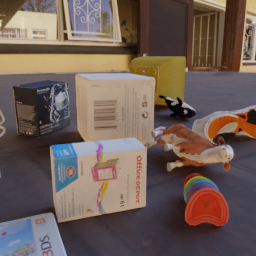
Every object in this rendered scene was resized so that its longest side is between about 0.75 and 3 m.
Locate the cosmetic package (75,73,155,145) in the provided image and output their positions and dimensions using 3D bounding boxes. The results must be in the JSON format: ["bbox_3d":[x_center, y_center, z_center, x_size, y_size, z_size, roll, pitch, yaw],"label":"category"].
[{"bbox_3d":[-0.499,-0.664,8.749,1.971,1.983,2.370,-5,15,-17],"label":"cosmetic package"}]

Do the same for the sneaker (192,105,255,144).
[{"bbox_3d":[3.340,-0.211,9.001,2.850,1.079,1.311,-5,11,-25],"label":"sneaker"}]

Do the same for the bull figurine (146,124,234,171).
[{"bbox_3d":[1.425,0.461,6.852,1.423,0.763,2.343,-5,15,-17],"label":"bull figurine"}]

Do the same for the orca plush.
[{"bbox_3d":[1.954,-0.828,11.883,0.697,1.032,1.962,-42,55,-9],"label":"orca plush"}]

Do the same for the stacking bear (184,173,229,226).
[{"bbox_3d":[1.226,1.115,4.799,0.661,0.619,1.089,1,10,2],"label":"stacking bear"}]

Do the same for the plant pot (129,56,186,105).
[{"bbox_3d":[1.246,-2.329,13.953,2.501,2.485,2.559,8,14,27],"label":"plant pot"}]

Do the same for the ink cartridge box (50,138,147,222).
[{"bbox_3d":[-0.478,0.826,4.756,1.533,1.108,0.649,-5,16,-20],"label":"ink cartridge box"}]

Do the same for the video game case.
[{"bbox_3d":[-1.797,1.737,2.955,2.330,0.257,2.121,-6,16,-23],"label":"video game case"}]

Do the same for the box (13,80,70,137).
[{"bbox_3d":[-2.894,-0.715,9.575,1.024,1.625,1.653,8,18,26],"label":"box"}]

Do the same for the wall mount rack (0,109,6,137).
[{"bbox_3d":[-4.971,0.014,8.611,2.173,0.810,1.888,6,39,27],"label":"wall mount rack"}]
